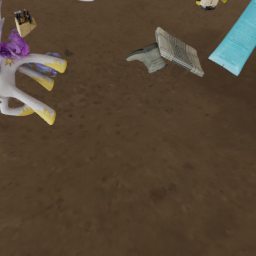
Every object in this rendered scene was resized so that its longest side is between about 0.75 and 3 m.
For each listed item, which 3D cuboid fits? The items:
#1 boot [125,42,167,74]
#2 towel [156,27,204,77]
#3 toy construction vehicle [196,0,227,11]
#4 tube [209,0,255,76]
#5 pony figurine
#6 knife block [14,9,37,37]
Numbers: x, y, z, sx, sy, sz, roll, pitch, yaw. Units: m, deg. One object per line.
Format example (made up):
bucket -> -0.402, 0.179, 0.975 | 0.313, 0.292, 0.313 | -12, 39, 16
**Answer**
boot -> 0.373, -1.410, 5.988 | 0.890, 0.581, 0.301 | -9, 23, 42
towel -> 1.497, -2.277, 8.176 | 1.556, 0.279, 1.616 | 23, 37, -17
toy construction vehicle -> 2.014, -3.358, 6.313 | 1.382, 1.203, 0.487 | -22, 57, -32
tube -> 2.679, -2.203, 6.149 | 0.804, 2.076, 0.523 | 36, 37, 11
pony figurine -> -2.621, -1.345, 5.896 | 2.460, 2.374, 2.048 | 13, -2, -36
knife block -> -3.220, -3.146, 8.404 | 0.834, 0.950, 0.304 | -19, 83, -63
